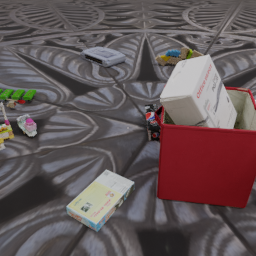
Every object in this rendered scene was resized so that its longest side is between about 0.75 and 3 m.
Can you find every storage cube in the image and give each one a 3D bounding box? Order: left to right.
[{"bbox_3d":[1.669,0.322,6.263,2.208,1.985,1.888,4,33,8],"label":"storage cube"}]

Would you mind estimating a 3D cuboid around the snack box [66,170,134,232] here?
[{"bbox_3d":[-0.553,1.499,6.024,0.798,0.255,1.373,20,38,28],"label":"snack box"}]

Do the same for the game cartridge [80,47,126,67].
[{"bbox_3d":[-1.176,-3.514,13.692,2.073,0.424,1.380,29,46,36],"label":"game cartridge"}]

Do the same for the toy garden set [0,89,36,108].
[{"bbox_3d":[-4.149,-0.978,9.858,1.515,0.302,1.263,1,31,0],"label":"toy garden set"}]

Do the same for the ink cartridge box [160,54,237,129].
[{"bbox_3d":[1.533,-0.421,5.827,0.718,1.734,1.270,-5,44,42],"label":"ink cartridge box"}]

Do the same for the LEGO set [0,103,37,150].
[{"bbox_3d":[-3.946,0.187,7.256,1.367,1.106,2.971,21,38,30],"label":"LEGO set"}]

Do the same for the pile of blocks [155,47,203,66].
[{"bbox_3d":[2.353,-3.378,13.010,2.146,0.881,0.667,2,33,4],"label":"pile of blocks"}]

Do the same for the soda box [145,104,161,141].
[{"bbox_3d":[0.750,-0.199,8.352,0.401,0.448,1.266,-7,38,3],"label":"soda box"}]
